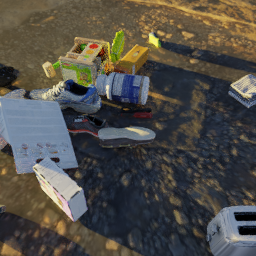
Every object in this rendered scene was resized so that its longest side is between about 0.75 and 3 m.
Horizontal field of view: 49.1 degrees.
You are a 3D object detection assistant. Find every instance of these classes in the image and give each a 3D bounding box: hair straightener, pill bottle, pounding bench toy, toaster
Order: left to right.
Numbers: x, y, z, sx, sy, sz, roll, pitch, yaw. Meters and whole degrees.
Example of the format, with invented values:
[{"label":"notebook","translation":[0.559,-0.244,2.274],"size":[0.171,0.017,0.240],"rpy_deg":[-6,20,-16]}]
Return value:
[{"label":"pounding bench toy","translation":[-2.178,-2.863,12.161],"size":[2.459,1.527,1.918],"rpy_deg":[13,50,11]},{"label":"pill bottle","translation":[-0.221,-1.635,11.367],"size":[2.043,1.134,1.134],"rpy_deg":[9,50,8]},{"label":"hair straightener","translation":[0.157,-0.671,11.138],"size":[1.600,0.327,0.616],"rpy_deg":[-3,48,3]},{"label":"toaster","translation":[3.185,2.792,7.435],"size":[2.038,1.316,1.158],"rpy_deg":[1,50,1]}]

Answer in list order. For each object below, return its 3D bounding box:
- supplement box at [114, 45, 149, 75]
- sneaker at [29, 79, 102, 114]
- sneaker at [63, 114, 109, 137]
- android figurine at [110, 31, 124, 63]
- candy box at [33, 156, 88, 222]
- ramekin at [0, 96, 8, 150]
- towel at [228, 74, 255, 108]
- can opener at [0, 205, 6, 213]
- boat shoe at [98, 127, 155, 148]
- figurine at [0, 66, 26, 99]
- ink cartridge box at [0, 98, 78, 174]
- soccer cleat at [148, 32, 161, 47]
[{"label":"supplement box","translation":[0.177,-2.958,12.798],"size":[0.702,0.726,2.109],"rpy_deg":[24,55,20]},{"label":"sneaker","translation":[-2.528,-1.425,11.110],"size":[2.933,1.249,1.130],"rpy_deg":[2,49,3]},{"label":"sneaker","translation":[-1.620,-0.284,10.402],"size":[2.012,0.824,0.775],"rpy_deg":[10,50,9]},{"label":"android figurine","translation":[-0.430,-3.438,11.796],"size":[0.300,1.461,1.330],"rpy_deg":[18,79,7]},{"label":"candy box","translation":[-1.977,1.802,8.263],"size":[1.601,1.343,0.573],"rpy_deg":[35,58,26]},{"label":"ramekin","translation":[-4.839,-0.226,9.557],"size":[2.030,0.990,2.030],"rpy_deg":[21,55,-32]},{"label":"towel","translation":[5.077,-1.606,11.692],"size":[1.402,0.600,1.161],"rpy_deg":[-27,54,-21]},{"label":"can opener","translation":[-4.336,2.504,8.399],"size":[1.282,0.338,0.426],"rpy_deg":[-4,84,-2]},{"label":"boat shoe","translation":[-0.045,0.387,9.981],"size":[2.017,0.600,0.724],"rpy_deg":[0,33,-2]},{"label":"figurine","translation":[-5.594,-1.342,11.171],"size":[2.821,1.245,2.891],"rpy_deg":[-22,54,-23]},{"label":"ink cartridge box","translation":[-3.077,0.290,9.459],"size":[2.182,0.644,2.725],"rpy_deg":[0,60,-45]},{"label":"soccer cleat","translation":[1.359,-4.473,14.393],"size":[0.494,0.382,1.180],"rpy_deg":[-28,53,16]}]
